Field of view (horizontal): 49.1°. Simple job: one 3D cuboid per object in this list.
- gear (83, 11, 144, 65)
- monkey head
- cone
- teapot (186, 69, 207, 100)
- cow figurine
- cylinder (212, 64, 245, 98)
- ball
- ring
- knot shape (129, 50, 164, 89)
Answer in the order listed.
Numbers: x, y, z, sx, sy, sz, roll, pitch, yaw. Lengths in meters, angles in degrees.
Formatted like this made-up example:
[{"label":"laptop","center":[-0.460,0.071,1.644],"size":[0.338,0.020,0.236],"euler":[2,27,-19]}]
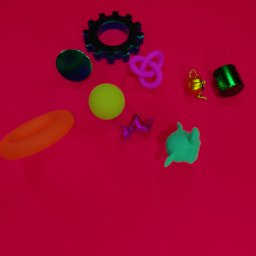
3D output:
[{"label":"gear","center":[-0.500,-3.141,9.670],"size":[2.054,0.380,2.054],"euler":[0,65,0]},{"label":"monkey head","center":[1.389,0.363,7.150],"size":[0.863,1.030,1.432],"euler":[12,53,17]},{"label":"cone","center":[-1.611,-2.224,8.807],"size":[1.098,1.098,1.102],"euler":[2,42,1]},{"label":"teapot","center":[2.144,-1.298,8.646],"size":[0.522,1.066,0.663],"euler":[-13,17,32]},{"label":"cow figurine","center":[0.242,0.045,8.104],"size":[0.940,0.516,0.925],"euler":[18,80,-12]},{"label":"cylinder","center":[3.091,-1.448,8.660],"size":[0.766,0.766,0.766],"euler":[-11,65,-5]},{"label":"ball","center":[-0.620,-0.770,8.192],"size":[1.039,1.039,1.039],"euler":[0,65,0]},{"label":"ring","center":[-2.386,0.135,7.348],"size":[2.074,2.074,0.415],"euler":[-29,112,-13]},{"label":"knot shape","center":[0.689,-1.901,8.652],"size":[1.102,0.544,1.178],"euler":[-46,105,-4]}]
